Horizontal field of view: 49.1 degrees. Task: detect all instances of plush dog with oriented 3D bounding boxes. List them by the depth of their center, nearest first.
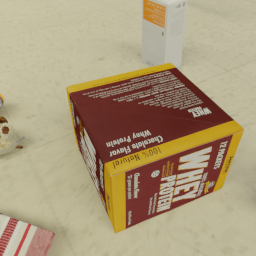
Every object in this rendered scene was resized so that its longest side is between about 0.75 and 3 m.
[{"bbox_3d":[-3.063,0.199,6.924,0.817,0.951,0.763,42,13,28],"label":"plush dog"}]

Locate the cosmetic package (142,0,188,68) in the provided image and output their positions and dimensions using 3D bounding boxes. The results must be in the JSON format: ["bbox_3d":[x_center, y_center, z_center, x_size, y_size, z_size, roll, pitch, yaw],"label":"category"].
[{"bbox_3d":[1.159,-3.193,9.400,0.868,2.435,1.235,-30,50,-25],"label":"cosmetic package"}]

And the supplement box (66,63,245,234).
[{"bbox_3d":[0.386,0.223,6.120,2.670,1.797,2.707,-17,45,-18],"label":"supplement box"}]

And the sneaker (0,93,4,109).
[{"bbox_3d":[-4.322,-0.538,7.574,1.807,0.707,0.698,-17,37,-11],"label":"sneaker"}]

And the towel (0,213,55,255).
[{"bbox_3d":[-2.268,2.160,4.771,1.794,0.204,1.292,13,65,15],"label":"towel"}]
